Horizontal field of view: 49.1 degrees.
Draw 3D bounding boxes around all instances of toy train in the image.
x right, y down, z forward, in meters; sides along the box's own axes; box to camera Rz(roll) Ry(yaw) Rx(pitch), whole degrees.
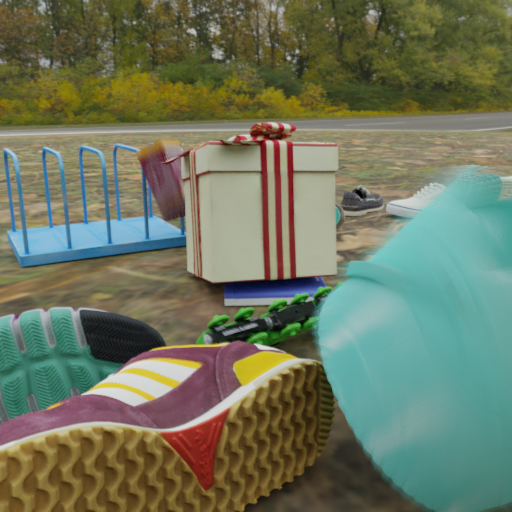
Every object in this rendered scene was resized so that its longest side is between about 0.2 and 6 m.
[{"bbox_3d":[0.304,0.716,5.971,2.047,0.577,0.427,-12,62,-33],"label":"toy train"}]

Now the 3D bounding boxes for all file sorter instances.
[{"bbox_3d":[-2.924,-1.061,10.091,2.884,1.769,2.001,-9,18,-27],"label":"file sorter"}]

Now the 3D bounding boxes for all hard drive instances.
[{"bbox_3d":[0.252,0.452,7.636,1.362,0.173,0.899,-1,15,-3],"label":"hard drive"}]

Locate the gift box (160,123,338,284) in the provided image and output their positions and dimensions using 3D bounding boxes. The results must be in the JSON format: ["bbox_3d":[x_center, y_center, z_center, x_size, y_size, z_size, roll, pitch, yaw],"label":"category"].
[{"bbox_3d":[-0.128,-0.728,7.708,2.174,2.030,2.006,-2,4,-23],"label":"gift box"}]

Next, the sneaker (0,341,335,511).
[{"bbox_3d":[-0.814,1.233,3.658,2.820,1.057,1.270,-5,7,-40],"label":"sneaker"}]

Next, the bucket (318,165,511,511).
[{"bbox_3d":[1.463,0.567,3.622,1.320,2.029,2.029,-41,-7,31],"label":"bucket"}]

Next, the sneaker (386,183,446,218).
[{"bbox_3d":[3.947,-1.285,12.706,2.119,0.750,0.774,-4,16,-15],"label":"sneaker"}]

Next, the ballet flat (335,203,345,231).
[{"bbox_3d":[0.702,-0.795,11.039,2.449,0.834,0.823,12,-9,30],"label":"ballet flat"}]

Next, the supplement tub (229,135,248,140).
[{"bbox_3d":[-0.179,-1.260,10.441,1.210,1.665,1.210,8,-19,3],"label":"supplement tub"}]

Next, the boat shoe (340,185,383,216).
[{"bbox_3d":[2.554,-1.365,13.290,0.681,0.588,1.875,11,19,33],"label":"boat shoe"}]

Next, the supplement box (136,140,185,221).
[{"bbox_3d":[-1.416,-1.266,9.395,0.527,1.230,0.679,-22,2,23],"label":"supplement box"}]

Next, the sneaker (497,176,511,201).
[{"bbox_3d":[5.267,-0.523,8.815,1.817,1.253,3.266,-9,22,-36],"label":"sneaker"}]

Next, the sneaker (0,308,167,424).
[{"bbox_3d":[-2.181,0.890,4.680,2.767,1.029,1.211,-7,12,-21],"label":"sneaker"}]
